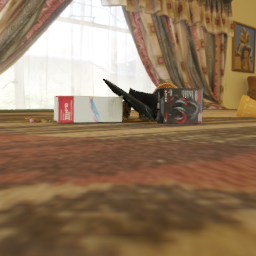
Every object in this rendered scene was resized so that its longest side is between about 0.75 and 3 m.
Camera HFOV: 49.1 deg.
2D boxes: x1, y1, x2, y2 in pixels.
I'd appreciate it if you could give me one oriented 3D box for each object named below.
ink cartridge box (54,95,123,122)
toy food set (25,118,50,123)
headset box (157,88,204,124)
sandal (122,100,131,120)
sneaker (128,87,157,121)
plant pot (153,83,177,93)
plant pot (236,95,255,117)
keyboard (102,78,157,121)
[{"bbox_3d":[-1.454,-0.698,10.027,2.223,0.921,1.620,0,5,-19],"label":"ink cartridge box"},{"bbox_3d":[-3.185,-0.248,9.834,0.770,0.121,0.490,8,6,5],"label":"toy food set"},{"bbox_3d":[1.790,-0.744,9.306,1.572,1.169,0.590,-1,6,-17],"label":"headset box"},{"bbox_3d":[-0.180,-0.791,11.706,0.576,0.856,2.132,13,-1,3],"label":"sandal"},{"bbox_3d":[1.183,-0.899,10.671,2.360,1.231,0.709,1,4,0],"label":"sneaker"},{"bbox_3d":[1.925,-1.130,12.768,1.599,1.599,1.119,5,-9,45],"label":"plant pot"},{"bbox_3d":[5.864,-0.950,13.456,0.979,1.069,1.069,19,12,23],"label":"plant pot"},{"bbox_3d":[0.128,-0.963,10.004,2.440,0.251,1.550,39,-6,37],"label":"keyboard"}]
